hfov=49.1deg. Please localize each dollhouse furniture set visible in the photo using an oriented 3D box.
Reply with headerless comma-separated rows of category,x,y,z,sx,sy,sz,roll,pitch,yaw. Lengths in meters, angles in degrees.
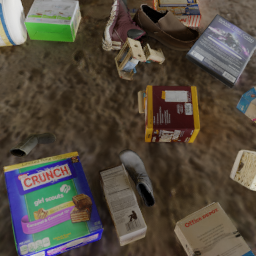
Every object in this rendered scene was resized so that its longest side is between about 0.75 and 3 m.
dollhouse furniture set,0.474,-2.377,10.235,1.472,1.038,1.032,8,51,-31

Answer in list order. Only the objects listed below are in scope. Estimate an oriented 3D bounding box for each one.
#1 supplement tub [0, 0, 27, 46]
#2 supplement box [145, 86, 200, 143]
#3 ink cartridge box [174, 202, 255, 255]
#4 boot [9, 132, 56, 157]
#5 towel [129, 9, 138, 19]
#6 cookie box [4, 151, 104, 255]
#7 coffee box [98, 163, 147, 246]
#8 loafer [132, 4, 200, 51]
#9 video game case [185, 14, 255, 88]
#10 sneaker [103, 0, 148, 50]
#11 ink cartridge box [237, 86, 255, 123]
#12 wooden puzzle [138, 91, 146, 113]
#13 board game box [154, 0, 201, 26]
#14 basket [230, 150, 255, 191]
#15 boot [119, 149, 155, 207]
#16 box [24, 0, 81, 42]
supplement tub,-5.523,-4.092,10.548,2.866,2.073,2.073,-7,56,-5
supplement box,1.290,-0.410,8.584,1.498,0.995,1.477,1,65,1
ink cartridge box,2.054,2.820,6.678,1.211,0.699,1.658,-22,57,-13
boot,-2.639,0.456,7.853,0.952,0.380,1.047,-5,15,10
towel,0.386,-4.671,12.098,1.121,0.182,1.526,0,56,-1
cookie box,-1.899,1.888,7.029,1.945,0.854,2.274,-12,56,-23
coffee box,-0.169,1.929,7.124,0.695,0.984,1.741,-17,57,-11
loafer,1.516,-3.983,11.009,2.936,1.042,1.072,23,59,7
video game case,3.630,-2.998,10.611,2.022,0.268,2.830,35,61,4
sneaker,0.044,-4.193,11.367,1.664,1.090,2.881,12,67,2
ink cartridge box,4.569,-0.626,9.045,1.155,0.677,1.599,-32,60,-20
wooden puzzle,0.873,-0.910,9.536,1.025,0.191,0.948,-1,56,-1
board game box,2.115,-5.483,12.404,1.862,0.569,2.458,1,56,1
basket,3.406,1.138,7.082,1.242,0.842,0.766,12,13,-17
boot,0.277,1.235,7.147,0.500,0.944,1.434,-35,100,8
box,-3.038,-4.474,11.521,1.854,0.896,1.636,3,56,2
